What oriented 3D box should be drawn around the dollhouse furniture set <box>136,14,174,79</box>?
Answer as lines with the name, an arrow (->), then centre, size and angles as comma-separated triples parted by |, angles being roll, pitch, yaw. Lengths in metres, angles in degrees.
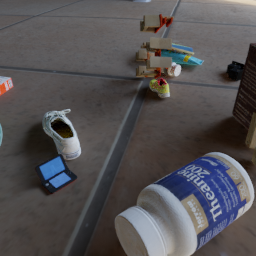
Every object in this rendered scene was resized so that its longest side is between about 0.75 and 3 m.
dollhouse furniture set -> 1.152, -3.176, 11.067 | 1.226, 2.355, 2.380 | -1, 2, -10

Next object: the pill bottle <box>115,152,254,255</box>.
pill bottle -> 1.072, 1.540, 5.352 | 2.531, 1.405, 1.405 | -22, 40, -29

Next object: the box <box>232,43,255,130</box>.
box -> 4.713, -1.032, 8.221 | 2.069, 2.494, 2.048 | -7, 34, -11

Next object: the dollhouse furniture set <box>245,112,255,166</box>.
dollhouse furniture set -> 3.933, 0.364, 7.508 | 1.037, 1.210, 1.273 | 8, 20, 4

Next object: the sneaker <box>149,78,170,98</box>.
sneaker -> 1.248, -1.686, 10.866 | 0.536, 0.619, 1.371 | -14, 32, -17

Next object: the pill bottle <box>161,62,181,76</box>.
pill bottle -> 1.772, -2.666, 12.375 | 1.030, 0.586, 0.586 | 28, 43, 35

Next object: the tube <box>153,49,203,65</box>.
tube -> 2.312, -3.393, 13.518 | 2.594, 0.654, 1.005 | 17, 34, 17

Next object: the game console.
game console -> -1.742, 1.105, 6.853 | 0.782, 0.464, 0.674 | -29, 43, -35

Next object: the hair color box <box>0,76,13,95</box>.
hair color box -> -5.213, -1.533, 10.824 | 0.761, 0.439, 1.373 | 10, 37, 15

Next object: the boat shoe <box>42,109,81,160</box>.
boat shoe -> -2.032, -0.121, 8.194 | 0.867, 1.001, 2.348 | -14, 36, -20

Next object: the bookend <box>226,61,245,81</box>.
bookend -> 4.675, -2.511, 12.272 | 0.968, 0.449, 0.975 | -23, 39, -30

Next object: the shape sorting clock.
shape sorting clock -> 2.175, -3.998, 14.054 | 2.321, 0.455, 2.321 | 10, 19, -3

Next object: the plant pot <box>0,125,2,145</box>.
plant pot -> -4.281, -0.067, 6.389 | 2.340, 2.490, 2.490 | 26, 41, 24
